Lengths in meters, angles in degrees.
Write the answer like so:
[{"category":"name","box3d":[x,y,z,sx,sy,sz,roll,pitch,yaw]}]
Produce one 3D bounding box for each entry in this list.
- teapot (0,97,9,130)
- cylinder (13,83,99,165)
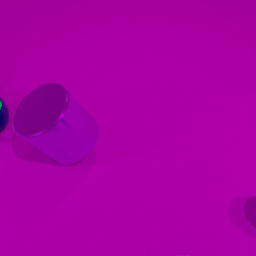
[{"category":"teapot","box3d":[-3.508,-0.488,6.712,1.170,0.922,1.882,-21,72,-31]},{"category":"cylinder","box3d":[-1.501,-0.063,6.007,1.316,1.316,1.316,-13,56,19]}]
